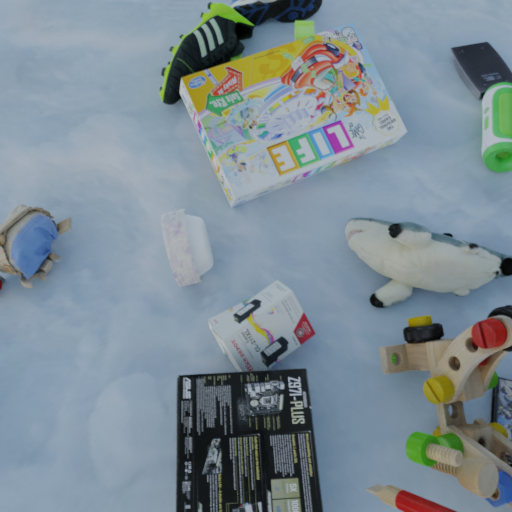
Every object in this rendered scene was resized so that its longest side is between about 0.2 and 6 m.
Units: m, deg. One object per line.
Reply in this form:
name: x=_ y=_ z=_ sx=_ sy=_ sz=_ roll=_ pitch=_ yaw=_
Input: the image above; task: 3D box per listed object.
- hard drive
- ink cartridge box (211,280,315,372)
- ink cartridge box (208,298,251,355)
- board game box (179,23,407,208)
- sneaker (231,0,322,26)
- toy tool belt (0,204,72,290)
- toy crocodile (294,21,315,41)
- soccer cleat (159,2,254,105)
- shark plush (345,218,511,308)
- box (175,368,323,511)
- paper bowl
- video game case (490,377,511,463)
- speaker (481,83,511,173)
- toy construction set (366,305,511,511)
hard drive: x=5.047 y=-4.130 z=12.510 sx=1.040 sy=0.326 sz=1.542 roll=-12 pitch=59 yaw=-7
ink cartridge box: x=0.117 y=1.176 z=8.699 sx=1.313 sy=0.957 sz=0.544 roll=-35 pitch=27 yaw=-11
ink cartridge box: x=-0.297 y=1.161 z=9.203 sx=0.819 sy=0.359 sz=0.595 roll=-25 pitch=61 yaw=-17
board game box: x=0.736 y=-2.808 z=10.959 sx=3.761 sy=0.644 sz=2.528 roll=-23 pitch=84 yaw=-14
sneaker: x=0.468 y=-6.163 z=13.460 sx=2.262 sy=0.857 sz=0.871 roll=-6 pitch=62 yaw=-5
toy tool belt: x=-3.926 y=-0.023 z=9.531 sx=1.082 sy=1.099 sz=1.760 roll=10 pitch=59 yaw=16
toy crocodile: x=1.007 y=-3.898 z=11.882 sx=0.794 sy=0.726 sz=2.351 roll=5 pitch=83 yaw=-1
soccer cleat: x=-1.045 y=-4.405 z=12.317 sx=1.288 sy=1.073 sz=3.177 roll=27 pitch=61 yaw=0
shark plush: x=3.314 y=-0.177 z=9.639 sx=3.435 sy=1.560 sz=1.431 roll=-4 pitch=28 yaw=3
box: x=-0.130 y=2.848 z=7.769 sx=1.898 sy=0.998 sz=2.318 roll=-4 pitch=58 yaw=-2
paper bowl: x=-1.128 y=-0.162 z=9.447 sx=0.664 sy=1.277 sz=1.277 roll=-12 pitch=59 yaw=-1
video game case: x=4.253 y=2.580 z=8.429 sx=1.376 sy=0.175 sz=1.243 roll=13 pitch=59 yaw=8
speaker: x=4.972 y=-2.608 z=11.292 sx=0.831 sy=0.831 sz=1.878 roll=10 pitch=59 yaw=6
toy construction set: x=2.594 y=2.168 z=7.768 sx=3.154 sy=2.424 sz=2.631 roll=-33 pitch=105 yaw=-31
